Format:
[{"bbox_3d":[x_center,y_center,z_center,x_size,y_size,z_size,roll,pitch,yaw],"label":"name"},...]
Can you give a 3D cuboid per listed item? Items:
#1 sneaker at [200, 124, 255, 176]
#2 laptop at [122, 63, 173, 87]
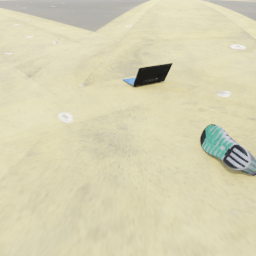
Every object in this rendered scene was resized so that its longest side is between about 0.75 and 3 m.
[{"bbox_3d":[2.485,0.582,6.907,0.845,0.718,1.931,30,16,-22],"label":"sneaker"},{"bbox_3d":[0.734,-2.240,11.212,1.467,1.567,0.908,-14,62,-23],"label":"laptop"}]
